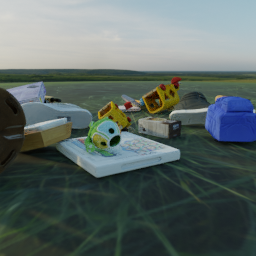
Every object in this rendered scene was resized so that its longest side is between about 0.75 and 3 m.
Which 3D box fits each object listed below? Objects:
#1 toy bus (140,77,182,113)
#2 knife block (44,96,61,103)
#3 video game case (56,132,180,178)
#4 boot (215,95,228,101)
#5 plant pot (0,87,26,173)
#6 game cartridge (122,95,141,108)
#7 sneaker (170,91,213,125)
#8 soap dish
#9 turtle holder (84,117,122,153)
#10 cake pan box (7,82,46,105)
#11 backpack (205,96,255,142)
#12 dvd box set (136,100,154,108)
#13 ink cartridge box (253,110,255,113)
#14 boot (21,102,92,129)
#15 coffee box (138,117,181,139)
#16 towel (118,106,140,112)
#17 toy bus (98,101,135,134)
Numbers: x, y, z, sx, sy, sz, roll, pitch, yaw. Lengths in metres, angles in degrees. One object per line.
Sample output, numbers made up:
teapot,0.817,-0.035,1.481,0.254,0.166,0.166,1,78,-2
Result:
toy bus,2.124,-1.626,15.471,2.678,1.384,2.527,-24,-5,0
knife block,-4.465,-1.296,15.372,2.326,0.848,2.650,1,12,2
video game case,-0.377,0.600,7.816,2.470,0.321,2.714,-8,14,-32
boot,6.671,-1.716,18.152,1.256,0.617,1.755,0,15,-27
plant pot,-4.067,-0.157,6.348,2.776,2.805,2.805,17,19,30
game cartridge,0.244,-1.496,16.178,0.898,0.276,1.350,25,-3,23
sneaker,3.316,-0.878,11.592,2.974,1.052,1.475,3,49,28
soap dish,-2.563,0.205,8.140,1.589,0.645,1.250,-10,8,32
turtle holder,-0.630,0.193,7.169,1.024,0.778,0.727,-3,27,-44
cake pan box,-5.429,-1.332,13.533,2.696,0.705,2.483,-15,26,-6
backpack,3.485,-0.333,9.499,1.434,1.481,1.765,6,11,-1
dvd box set,0.962,-1.518,17.281,1.147,0.231,1.568,8,7,-25
ink cartridge box,5.150,-0.482,12.412,2.158,0.476,2.198,-12,16,-38
boot,-2.981,-0.519,11.253,2.904,1.068,1.388,7,10,-26
coffee box,1.154,-0.036,10.224,1.380,0.551,0.780,10,16,40
towel,-0.088,-1.098,15.956,1.264,0.213,1.324,-5,13,-18
toy bus,-0.365,-0.185,9.583,1.424,1.344,0.736,1,31,-9
